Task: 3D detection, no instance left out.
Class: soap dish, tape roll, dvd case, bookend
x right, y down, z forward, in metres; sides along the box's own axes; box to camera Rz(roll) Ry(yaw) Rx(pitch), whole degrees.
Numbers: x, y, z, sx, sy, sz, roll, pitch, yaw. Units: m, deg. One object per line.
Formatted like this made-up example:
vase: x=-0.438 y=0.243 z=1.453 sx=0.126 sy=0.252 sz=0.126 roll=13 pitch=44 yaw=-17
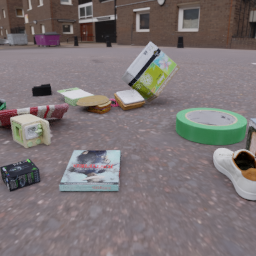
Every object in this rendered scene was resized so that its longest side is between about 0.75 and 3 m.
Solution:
soap dish: x=0.062 y=-1.385 z=13.828 sx=1.283 sy=0.521 sz=1.010 roll=-14 pitch=50 yaw=-34
tape roll: x=3.147 y=-0.132 z=10.747 sx=2.590 sy=0.623 sz=2.590 roll=0 pitch=20 yaw=0
dvd case: x=-0.964 y=1.140 z=7.905 sx=1.509 sy=0.228 sz=2.067 roll=0 pitch=21 yaw=1
bookend: x=-5.116 y=-2.259 z=16.595 sx=1.090 sy=0.502 sz=1.083 roll=-8 pitch=21 yaw=-17

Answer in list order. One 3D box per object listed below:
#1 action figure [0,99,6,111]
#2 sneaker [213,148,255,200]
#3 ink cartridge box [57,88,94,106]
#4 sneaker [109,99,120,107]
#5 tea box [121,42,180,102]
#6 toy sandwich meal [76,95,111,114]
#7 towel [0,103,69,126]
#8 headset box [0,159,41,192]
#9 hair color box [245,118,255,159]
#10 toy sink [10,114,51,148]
action figure: x=-6.034 y=-0.894 z=12.460 sx=1.606 sy=0.743 sz=2.719 roll=-28 pitch=19 yaw=-4
sneaker: x=2.990 y=0.881 z=7.532 sx=0.852 sy=0.991 sz=2.340 roll=-3 pitch=19 yaw=-4
ink cartridge box: x=-2.841 y=-1.708 z=15.132 sx=1.321 sy=0.435 sz=1.815 roll=-17 pitch=28 yaw=-37
sneaker: x=-0.514 y=-1.293 z=14.275 sx=1.016 sy=0.401 sz=0.484 roll=9 pitch=15 yaw=3
tea box: x=1.125 y=-2.817 z=14.356 sx=2.043 sy=2.076 sz=1.387 roll=39 pitch=-14 yaw=-8
toy sandwich meal: x=-1.623 y=-1.130 z=13.558 sx=1.752 sy=0.600 sz=1.752 roll=-5 pitch=19 yaw=2
towel: x=-3.856 y=-0.497 z=10.989 sx=2.828 sy=0.322 sz=2.037 roll=-9 pitch=-5 yaw=-20
headset box: x=-2.824 y=1.222 z=7.429 sx=0.865 sy=0.401 sz=0.753 roll=-14 pitch=25 yaw=-34
hair color box: x=3.891 y=0.823 z=7.112 sx=0.831 sy=1.357 sz=2.741 roll=1 pitch=21 yaw=3
toy sink: x=-3.397 y=0.127 z=9.680 sx=1.357 sy=0.884 sz=0.760 roll=19 pitch=28 yaw=39
